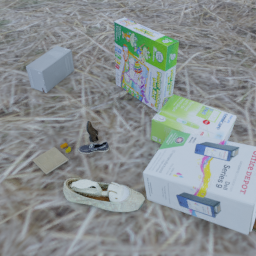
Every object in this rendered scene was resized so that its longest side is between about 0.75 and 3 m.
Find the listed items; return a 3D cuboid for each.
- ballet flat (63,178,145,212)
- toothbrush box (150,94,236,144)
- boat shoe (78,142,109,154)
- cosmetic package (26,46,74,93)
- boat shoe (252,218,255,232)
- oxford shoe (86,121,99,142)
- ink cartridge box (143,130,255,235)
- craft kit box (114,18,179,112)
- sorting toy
[{"bbox_3d":[-0.715,1.895,8.064,2.420,0.754,0.816,4,42,4],"label":"ballet flat"},{"bbox_3d":[2.278,0.000,9.943,2.442,1.051,1.778,25,48,23],"label":"toothbrush box"},{"bbox_3d":[-1.203,0.639,9.759,1.074,0.337,0.390,-3,44,-3],"label":"boat shoe"},{"bbox_3d":[-3.503,-2.727,12.871,1.004,1.189,2.225,22,45,20],"label":"cosmetic package"},{"bbox_3d":[3.335,2.407,7.740,1.251,0.425,0.450,30,50,29],"label":"boat shoe"},{"bbox_3d":[-1.225,0.104,9.856,0.379,0.897,0.326,-1,42,14],"label":"oxford shoe"},{"bbox_3d":[2.215,1.352,7.930,2.923,1.279,2.124,14,43,29],"label":"ink cartridge box"},{"bbox_3d":[0.611,-2.479,11.258,0.727,2.995,2.958,-32,50,-30],"label":"craft kit box"},{"bbox_3d":[-2.449,1.007,9.510,1.276,0.171,0.951,-33,47,-31],"label":"sorting toy"}]
